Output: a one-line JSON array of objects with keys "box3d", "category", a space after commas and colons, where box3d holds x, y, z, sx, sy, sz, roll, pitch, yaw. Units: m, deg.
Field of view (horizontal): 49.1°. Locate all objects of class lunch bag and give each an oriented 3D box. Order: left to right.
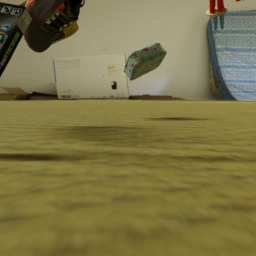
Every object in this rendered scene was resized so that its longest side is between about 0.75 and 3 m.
[{"box3d": [0.666, -2.813, 11.995, 1.816, 0.700, 1.456, -28, -12, -23], "category": "lunch bag"}]

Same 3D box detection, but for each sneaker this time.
[{"box3d": [-1.818, -2.991, 7.146, 1.072, 2.782, 1.139, 1, 44, -47], "category": "sneaker"}]

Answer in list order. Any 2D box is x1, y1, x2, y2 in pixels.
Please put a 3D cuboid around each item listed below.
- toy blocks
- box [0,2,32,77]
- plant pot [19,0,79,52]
[{"box3d": [2.509, -3.311, 6.962, 1.261, 1.513, 0.549, -23, 38, -5], "category": "toy blocks"}, {"box3d": [-2.680, -1.641, 5.027, 1.427, 1.477, 0.351, 16, -19, 10], "category": "box"}, {"box3d": [-2.425, -3.411, 8.949, 1.424, 1.423, 1.256, -12, 17, 28], "category": "plant pot"}]
